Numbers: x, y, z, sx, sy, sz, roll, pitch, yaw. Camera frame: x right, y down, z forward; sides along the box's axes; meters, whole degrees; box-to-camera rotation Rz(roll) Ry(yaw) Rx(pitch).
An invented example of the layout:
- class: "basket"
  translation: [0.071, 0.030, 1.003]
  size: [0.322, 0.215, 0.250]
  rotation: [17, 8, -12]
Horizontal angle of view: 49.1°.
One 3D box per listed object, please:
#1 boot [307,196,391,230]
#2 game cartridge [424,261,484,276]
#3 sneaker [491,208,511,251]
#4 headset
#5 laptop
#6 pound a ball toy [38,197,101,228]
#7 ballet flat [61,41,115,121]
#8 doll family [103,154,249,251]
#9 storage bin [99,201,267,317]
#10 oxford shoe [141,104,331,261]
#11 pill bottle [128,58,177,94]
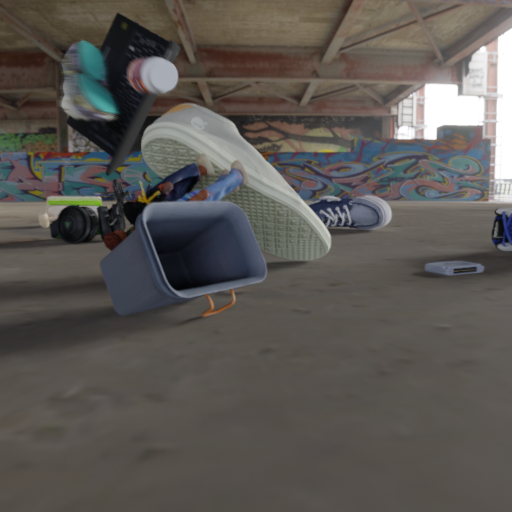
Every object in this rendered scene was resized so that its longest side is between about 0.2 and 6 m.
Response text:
- class: "boot"
  translation: [2.332, -1.073, 15.519]
  size: [1.231, 0.992, 2.726]
  rotation: [-24, 19, -33]
- class: "game cartridge"
  translation: [2.755, 0.169, 7.862]
  size: [0.718, 0.145, 0.479]
  rotation: [-3, 11, -25]
- class: "sneaker"
  translation: [4.921, -0.415, 9.846]
  size: [1.384, 0.968, 2.397]
  rotation: [-2, -1, 17]
- class: "headset"
  translation: [-3.478, -0.865, 12.050]
  size: [1.513, 1.151, 2.450]
  rotation: [-8, -1, -42]
- class: "laptop"
  translation: [-2.683, -3.155, 10.533]
  size: [2.882, 2.554, 1.488]
  rotation: [36, 14, 24]
- class: "pound a ball toy"
  translation: [-5.593, -1.180, 16.951]
  size: [1.903, 0.809, 1.241]
  rotation: [-3, 33, -23]
- class: "ballet flat"
  translation: [-2.951, -2.814, 9.614]
  size: [0.872, 0.872, 2.424]
  rotation: [-2, 43, -19]
- class: "doll family"
  translation: [-1.112, -0.427, 6.777]
  size: [1.472, 0.999, 2.546]
  rotation: [-33, -9, -31]
- class: "storage bin"
  translation: [-0.713, 0.140, 5.367]
  size: [0.944, 1.023, 1.406]
  rotation: [-29, -12, 36]
- class: "oxford shoe"
  translation: [-0.094, -1.001, 8.053]
  size: [3.419, 0.987, 1.285]
  rotation: [35, -41, -31]
- class: "pill bottle"
  translation: [-1.502, -2.626, 8.178]
  size: [0.494, 0.494, 0.865]
  rotation: [-4, 17, -30]
